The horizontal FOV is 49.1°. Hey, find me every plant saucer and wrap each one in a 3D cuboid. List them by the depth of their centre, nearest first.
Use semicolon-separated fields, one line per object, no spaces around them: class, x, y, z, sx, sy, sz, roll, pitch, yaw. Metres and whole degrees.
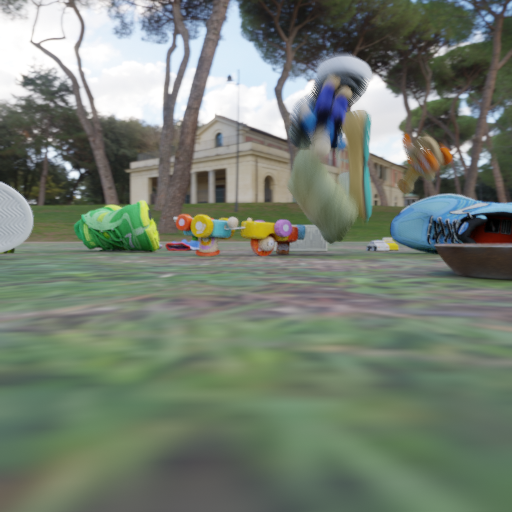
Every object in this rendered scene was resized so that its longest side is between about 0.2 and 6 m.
plant saucer;2.115;0.034;4.144;1.525;0.263;1.525;0;3;0

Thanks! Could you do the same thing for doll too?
doll;0.994;-1.948;8.013;0.927;1.359;0.329;32;-34;-23

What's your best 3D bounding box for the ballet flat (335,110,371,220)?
ballet flat;1.607;-1.483;9.233;0.564;1.789;0.614;2;16;20

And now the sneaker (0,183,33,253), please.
sneaker;-4.622;-0.535;7.537;3.243;1.195;1.874;-2;5;-13

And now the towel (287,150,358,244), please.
towel;1.037;-0.898;9.227;0.347;1.413;1.904;-37;-7;-9

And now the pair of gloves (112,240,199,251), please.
pair of gloves;-2.343;-0.267;13.740;2.454;0.280;1.973;1;2;9

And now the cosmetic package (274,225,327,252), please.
cosmetic package;0.954;-0.369;12.023;1.140;0.589;0.497;2;0;5

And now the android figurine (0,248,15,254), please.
android figurine;-5.077;-0.120;10.607;0.862;0.177;0.785;2;2;6

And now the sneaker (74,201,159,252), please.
sneaker;-3.005;-0.483;11.910;1.274;1.129;3.048;-25;15;-31

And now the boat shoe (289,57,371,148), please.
boat shoe;1.142;-2.491;9.499;0.864;0.817;2.409;19;-14;-16

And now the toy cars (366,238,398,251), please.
toy cars;2.902;-0.261;12.861;0.624;0.308;1.392;0;2;30

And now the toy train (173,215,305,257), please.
toy train;-0.230;-0.286;9.437;2.339;0.650;1.757;3;0;-9

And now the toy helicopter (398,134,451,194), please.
toy helicopter;2.976;-1.703;10.533;0.528;0.885;1.338;-24;-25;-27

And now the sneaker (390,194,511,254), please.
sneaker;3.631;-0.544;9.755;2.856;1.119;1.284;1;5;38
